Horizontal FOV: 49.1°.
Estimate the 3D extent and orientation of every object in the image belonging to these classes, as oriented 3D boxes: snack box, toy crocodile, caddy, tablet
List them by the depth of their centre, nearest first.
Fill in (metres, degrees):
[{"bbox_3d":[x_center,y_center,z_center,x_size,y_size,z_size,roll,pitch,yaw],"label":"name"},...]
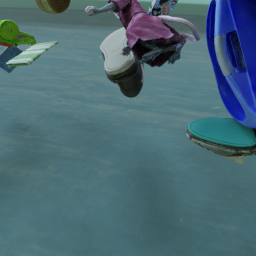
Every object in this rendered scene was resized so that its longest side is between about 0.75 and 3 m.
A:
[{"bbox_3d":[2.085,-1.281,4.652,1.331,2.536,1.793,-12,-5,-11],"label":"caddy"},{"bbox_3d":[0.672,-2.425,5.748,0.437,0.752,0.139,3,67,-17],"label":"snack box"},{"bbox_3d":[-3.825,-2.630,7.504,2.727,0.842,0.920,5,13,-47],"label":"toy crocodile"},{"bbox_3d":[-3.645,-2.157,8.690,0.923,0.600,0.063,-37,42,18],"label":"tablet"}]

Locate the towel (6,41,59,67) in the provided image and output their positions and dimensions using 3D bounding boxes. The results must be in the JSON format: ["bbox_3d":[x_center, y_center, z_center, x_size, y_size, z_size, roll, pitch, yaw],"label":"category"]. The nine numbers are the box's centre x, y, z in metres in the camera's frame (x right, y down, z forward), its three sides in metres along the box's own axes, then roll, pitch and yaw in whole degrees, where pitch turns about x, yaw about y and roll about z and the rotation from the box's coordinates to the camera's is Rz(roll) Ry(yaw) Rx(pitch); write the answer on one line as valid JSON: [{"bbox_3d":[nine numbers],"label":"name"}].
[{"bbox_3d":[-1.739,-1.358,5.132,0.640,0.098,0.839,3,40,31],"label":"towel"}]

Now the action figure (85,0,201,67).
[{"bbox_3d":[0.181,-1.956,5.034,1.365,1.228,1.833,-36,63,13],"label":"action figure"}]

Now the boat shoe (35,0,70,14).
[{"bbox_3d":[-1.649,-3.037,5.701,0.747,0.874,2.384,-11,49,7],"label":"boat shoe"}]

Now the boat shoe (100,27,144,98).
[{"bbox_3d":[-0.121,-1.706,6.951,0.960,0.818,2.871,-19,34,11],"label":"boat shoe"}]

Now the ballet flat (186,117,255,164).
[{"bbox_3d":[2.316,0.288,5.089,2.473,0.889,0.889,-2,34,10],"label":"ballet flat"}]
